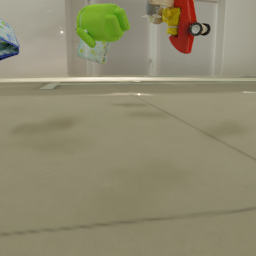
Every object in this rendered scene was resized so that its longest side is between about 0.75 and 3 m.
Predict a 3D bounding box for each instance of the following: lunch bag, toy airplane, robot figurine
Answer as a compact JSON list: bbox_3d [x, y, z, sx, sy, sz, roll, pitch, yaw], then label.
[{"bbox_3d":[-3.925,-2.480,7.521,1.752,1.117,1.490,-3,43,-30],"label":"lunch bag"},{"bbox_3d":[1.095,-3.058,6.863,1.412,1.992,2.000,-7,-32,36],"label":"toy airplane"},{"bbox_3d":[-0.898,-3.490,9.318,2.019,1.168,1.771,18,56,39],"label":"robot figurine"}]

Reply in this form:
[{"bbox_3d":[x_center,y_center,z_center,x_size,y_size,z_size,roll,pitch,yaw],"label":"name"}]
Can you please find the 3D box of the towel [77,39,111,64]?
[{"bbox_3d":[-1.386,-3.792,12.003,1.585,1.852,0.446,24,14,37],"label":"towel"}]
